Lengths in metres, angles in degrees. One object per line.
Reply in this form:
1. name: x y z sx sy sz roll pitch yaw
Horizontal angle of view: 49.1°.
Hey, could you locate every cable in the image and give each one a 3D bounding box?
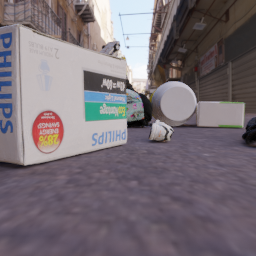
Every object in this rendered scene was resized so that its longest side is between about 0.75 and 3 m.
1. cable: 2.862 0.107 4.835 1.591 0.495 1.950 8 5 29

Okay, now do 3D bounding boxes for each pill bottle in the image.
1. pill bottle: 1.696 -0.929 10.870 1.660 1.660 2.963 0 4 1

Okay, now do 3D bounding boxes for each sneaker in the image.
1. sneaker: 0.681 0.094 5.569 0.434 0.400 1.086 13 10 8

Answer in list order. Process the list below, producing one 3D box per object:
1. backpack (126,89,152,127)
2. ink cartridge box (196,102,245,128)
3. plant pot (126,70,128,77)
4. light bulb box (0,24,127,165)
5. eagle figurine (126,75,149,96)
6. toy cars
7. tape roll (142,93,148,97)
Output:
1. backpack: -0.391 -0.681 9.641 2.097 1.328 1.750 -4 7 -16
2. ink cartridge box: 3.275 -0.508 10.235 1.503 0.868 2.065 2 4 13
3. plant pot: -1.416 -1.480 12.713 2.451 2.687 2.701 -6 3 16
4. light bulb box: -1.562 -0.423 4.310 2.373 1.481 2.352 2 4 27
5. eagle figurine: -0.336 -1.039 11.018 1.796 1.806 2.380 -25 -38 36
6. toy cars: -0.619 -2.228 9.993 1.247 0.616 2.783 -23 39 7
7. tape roll: 0.099 -1.291 16.527 2.254 1.548 2.254 -1 6 0
